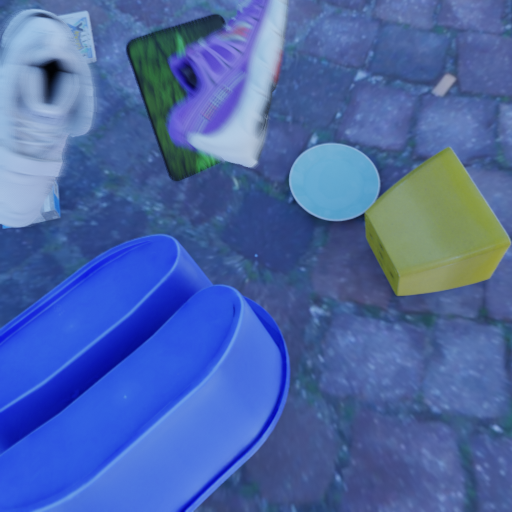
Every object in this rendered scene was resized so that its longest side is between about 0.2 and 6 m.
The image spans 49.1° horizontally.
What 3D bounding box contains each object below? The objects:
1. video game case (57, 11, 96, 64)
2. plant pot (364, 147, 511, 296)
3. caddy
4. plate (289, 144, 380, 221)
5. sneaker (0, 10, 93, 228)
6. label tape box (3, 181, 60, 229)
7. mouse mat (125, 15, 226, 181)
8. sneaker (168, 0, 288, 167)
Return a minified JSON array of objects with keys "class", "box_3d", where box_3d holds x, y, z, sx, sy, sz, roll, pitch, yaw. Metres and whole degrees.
[{"class":"video game case","box_3d":[-4.300,-4.750,12.384,1.333,0.161,1.462,-13,66,-6]},{"class":"plant pot","box_3d":[2.883,-0.339,9.545,1.672,1.896,1.896,-25,67,2]},{"class":"caddy","box_3d":[-1.783,2.042,8.044,4.795,2.517,3.390,-40,49,-15]},{"class":"plate","box_3d":[1.504,-1.403,10.823,1.736,0.222,1.736,0,66,1]},{"class":"sneaker","box_3d":[-3.171,-1.715,7.826,1.214,3.230,1.857,8,20,-31]},{"class":"label tape box","box_3d":[-4.305,-1.014,10.569,1.084,0.358,0.777,-11,66,-7]},{"class":"mouse mat","box_3d":[-0.975,-2.582,9.196,1.851,2.300,0.087,-30,29,-26]},{"class":"sneaker","box_3d":[-0.348,-2.608,7.270,1.354,1.309,3.246,11,52,1]}]
